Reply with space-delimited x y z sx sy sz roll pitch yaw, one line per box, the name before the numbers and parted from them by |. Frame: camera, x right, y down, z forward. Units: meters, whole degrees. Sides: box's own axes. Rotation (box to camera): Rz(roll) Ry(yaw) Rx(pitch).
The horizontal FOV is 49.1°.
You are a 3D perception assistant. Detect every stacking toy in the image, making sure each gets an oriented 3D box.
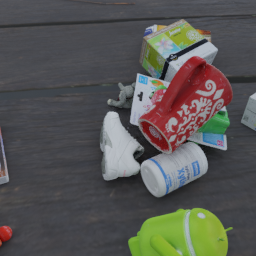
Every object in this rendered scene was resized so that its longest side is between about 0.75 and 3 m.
stacking toy | -3.057 2.590 6.024 0.515 0.515 1.206 27 41 27

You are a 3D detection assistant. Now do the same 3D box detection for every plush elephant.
plush elephant | -0.081 -1.169 9.854 0.975 0.916 1.183 -33 51 -32

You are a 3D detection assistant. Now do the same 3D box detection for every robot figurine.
robot figurine | 0.988 2.183 5.330 1.911 1.106 1.677 -23 -10 27

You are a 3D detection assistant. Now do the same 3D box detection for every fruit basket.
fruit basket | 1.609 -0.706 8.708 2.916 1.367 2.701 20 41 -8

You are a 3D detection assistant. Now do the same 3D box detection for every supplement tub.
supplement tub | 1.185 1.060 7.291 1.509 0.996 0.996 -21 46 -21

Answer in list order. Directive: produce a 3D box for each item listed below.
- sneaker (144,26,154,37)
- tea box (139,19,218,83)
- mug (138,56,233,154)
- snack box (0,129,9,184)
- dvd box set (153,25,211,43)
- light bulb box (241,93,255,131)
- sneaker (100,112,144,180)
sneaker | 1.746 -4.222 13.349 2.104 0.850 1.215 10 40 8
tea box | 1.870 -2.762 10.788 2.056 1.374 2.023 -32 67 -22
mug | 1.281 -0.649 7.064 2.164 1.921 1.444 -42 28 -16
snack box | -4.094 0.740 8.168 0.874 0.295 2.430 -17 44 -18
dvd box set | 2.343 -3.638 12.329 2.601 0.382 1.903 7 62 1
light bulb box | 4.350 -0.454 8.944 0.658 1.055 1.046 -28 49 -30
sneaker | -0.177 0.492 8.145 1.219 0.956 2.454 4 45 -12
